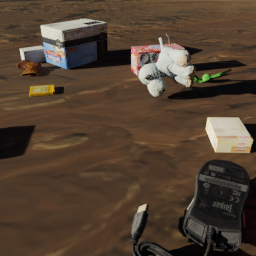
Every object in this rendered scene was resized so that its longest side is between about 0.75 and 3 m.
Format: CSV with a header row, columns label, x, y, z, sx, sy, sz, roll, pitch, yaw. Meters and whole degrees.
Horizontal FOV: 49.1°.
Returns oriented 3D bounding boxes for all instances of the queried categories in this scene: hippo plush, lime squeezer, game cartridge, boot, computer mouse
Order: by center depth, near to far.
label,x,y,z,sx,sy,sz,roll,pitch,yaw
computer mouse,1.196,1.638,5.206,1.996,0.654,2.843,8,38,17
hippo plush,1.248,-2.019,9.822,1.643,2.044,1.628,-34,12,-7
game cartridge,-3.325,-1.463,10.883,0.919,0.149,0.810,-8,31,-11
lime squeezer,3.116,-2.275,11.695,2.187,0.772,0.412,12,14,13
boot,-4.638,-2.643,12.806,1.191,0.433,1.265,5,37,-7

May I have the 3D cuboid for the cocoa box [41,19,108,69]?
label,x,y,z,sx,sy,sz,roll,pitch,yaw
cocoa box,-2.590,-4.271,14.016,1.844,1.814,2.765,25,39,36

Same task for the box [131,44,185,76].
label,x,y,z,sx,sy,sz,roll,pitch,yaw
box,1.332,-3.124,12.751,2.239,1.116,1.069,-8,31,-13

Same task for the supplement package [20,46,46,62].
label,x,y,z,sx,sy,sz,roll,pitch,yaw
supplement package,-4.773,-3.696,14.170,1.118,0.669,0.678,-17,35,-27

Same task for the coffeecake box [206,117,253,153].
label,x,y,z,sx,sy,sz,roll,pitch,yaw
coffeecake box,2.774,0.172,7.794,0.923,0.439,1.202,1,30,2
